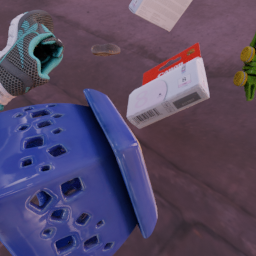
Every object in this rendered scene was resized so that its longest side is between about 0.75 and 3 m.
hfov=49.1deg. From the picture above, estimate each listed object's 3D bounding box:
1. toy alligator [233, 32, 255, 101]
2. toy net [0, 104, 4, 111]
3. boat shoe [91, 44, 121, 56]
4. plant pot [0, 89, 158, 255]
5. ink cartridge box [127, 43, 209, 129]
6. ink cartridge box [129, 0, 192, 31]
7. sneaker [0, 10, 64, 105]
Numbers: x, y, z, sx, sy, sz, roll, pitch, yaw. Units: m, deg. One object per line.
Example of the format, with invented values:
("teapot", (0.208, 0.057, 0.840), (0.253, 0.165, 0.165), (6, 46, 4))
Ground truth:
("toy alligator", (3.312, -1.898, 7.221), (0.794, 2.395, 0.575), (10, 13, -14))
("toy net", (-3.001, -0.670, 6.763), (0.322, 1.665, 0.874), (-5, -2, -43))
("boat shoe", (-0.747, -2.615, 9.484), (0.985, 0.354, 0.373), (2, 74, -4))
("plant pot", (-0.709, 0.668, 3.846), (1.729, 1.923, 1.923), (-23, 35, -8))
("ink cartridge box", (0.909, -1.214, 6.823), (1.842, 0.647, 2.266), (-25, 43, 29))
("ink cartridge box", (1.155, -3.756, 7.636), (1.579, 1.943, 0.554), (6, 39, -44))
("sneaker", (-1.899, -1.678, 6.000), (1.337, 1.137, 2.932), (-11, 47, 18))
